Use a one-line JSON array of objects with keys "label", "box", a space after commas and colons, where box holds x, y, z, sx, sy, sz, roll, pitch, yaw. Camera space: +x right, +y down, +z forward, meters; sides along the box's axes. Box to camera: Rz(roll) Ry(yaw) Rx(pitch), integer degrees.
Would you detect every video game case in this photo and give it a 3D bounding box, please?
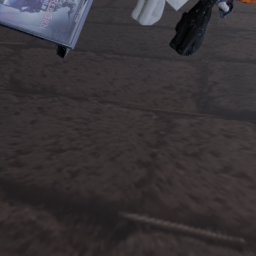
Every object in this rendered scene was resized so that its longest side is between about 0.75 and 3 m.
[{"label": "video game case", "box": [-1.739, -2.477, 5.241, 2.100, 0.199, 1.501, 19, 84, 6]}]

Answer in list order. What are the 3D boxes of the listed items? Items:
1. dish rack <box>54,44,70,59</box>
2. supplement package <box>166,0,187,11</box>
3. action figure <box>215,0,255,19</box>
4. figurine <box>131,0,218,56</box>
[{"label": "dish rack", "box": [-2.009, -2.625, 6.660, 1.815, 1.392, 0.495, 41, 70, -8]}, {"label": "supplement package", "box": [1.401, -3.871, 8.119, 0.471, 0.465, 0.776, 33, 39, -26]}, {"label": "action figure", "box": [2.948, -4.082, 7.789, 1.732, 1.790, 0.936, -5, 14, 27]}, {"label": "figurine", "box": [1.307, -3.462, 7.131, 2.363, 2.306, 1.017, 41, 54, 10]}]
